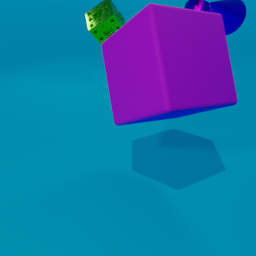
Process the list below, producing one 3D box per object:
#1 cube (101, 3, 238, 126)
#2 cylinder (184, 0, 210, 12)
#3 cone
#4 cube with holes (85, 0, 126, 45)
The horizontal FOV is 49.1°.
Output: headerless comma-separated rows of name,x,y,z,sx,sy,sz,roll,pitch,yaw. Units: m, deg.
cube,0.587,-0.866,4.332,1.384,1.384,1.384,-8,-3,-32
cylinder,2.119,-3.423,8.828,0.888,0.888,0.888,17,-6,2
cone,2.574,-3.322,7.897,1.106,1.102,1.102,5,17,-46
cube with holes,-0.669,-3.333,8.990,0.938,0.938,0.938,-27,55,19
